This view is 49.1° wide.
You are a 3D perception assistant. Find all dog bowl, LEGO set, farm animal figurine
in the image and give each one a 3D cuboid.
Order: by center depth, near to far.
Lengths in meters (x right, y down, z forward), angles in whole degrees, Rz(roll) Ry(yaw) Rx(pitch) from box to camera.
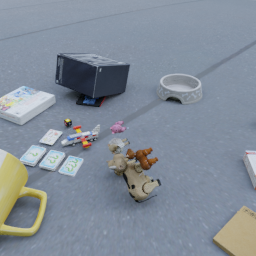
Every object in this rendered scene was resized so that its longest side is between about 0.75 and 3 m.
[{"bbox_3d":[-0.133,1.004,8.377,1.136,1.824,2.259,-24,35,-20],"label":"farm animal figurine"},{"bbox_3d":[-2.356,0.456,10.396,2.070,0.680,2.772,13,36,11],"label":"LEGO set"},{"bbox_3d":[2.567,-1.996,13.885,2.276,0.667,2.276,0,34,0],"label":"dog bowl"}]

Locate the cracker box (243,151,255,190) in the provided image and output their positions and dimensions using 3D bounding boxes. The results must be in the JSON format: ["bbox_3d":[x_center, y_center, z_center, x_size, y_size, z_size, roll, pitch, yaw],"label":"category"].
[{"bbox_3d":[4.509,1.383,9.211,0.999,0.430,1.492,3,36,4],"label":"cracker box"}]

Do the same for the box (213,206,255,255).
[{"bbox_3d":[3.399,2.997,7.082,1.594,0.207,1.950,-28,44,-33],"label":"box"}]

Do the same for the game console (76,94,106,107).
[{"bbox_3d":[-1.757,-1.385,13.417,1.220,0.189,1.079,7,35,11],"label":"game console"}]

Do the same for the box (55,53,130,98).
[{"bbox_3d":[-1.693,-2.595,13.504,2.512,1.560,2.532,22,24,29],"label":"box"}]

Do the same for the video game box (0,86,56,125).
[{"bbox_3d":[-4.788,-1.082,12.696,2.007,0.516,2.203,20,39,22],"label":"video game box"}]

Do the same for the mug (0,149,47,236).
[{"bbox_3d":[-3.699,1.877,7.226,2.606,2.087,2.140,-4,42,5],"label":"mug"}]
